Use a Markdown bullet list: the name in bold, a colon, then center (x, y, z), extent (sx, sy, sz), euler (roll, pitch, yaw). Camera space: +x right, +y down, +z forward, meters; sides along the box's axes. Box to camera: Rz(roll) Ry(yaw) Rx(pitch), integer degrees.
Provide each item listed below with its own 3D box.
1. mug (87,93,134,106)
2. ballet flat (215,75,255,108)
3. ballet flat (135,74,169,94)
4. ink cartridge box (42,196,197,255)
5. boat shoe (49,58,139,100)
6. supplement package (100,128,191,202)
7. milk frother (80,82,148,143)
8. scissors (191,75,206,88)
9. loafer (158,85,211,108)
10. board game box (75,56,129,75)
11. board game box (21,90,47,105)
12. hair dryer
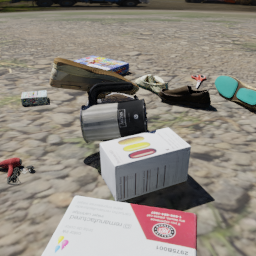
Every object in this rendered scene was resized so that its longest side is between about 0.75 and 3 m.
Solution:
- **mug**: center (-0.410, -0.734, 9.517), extent (1.463, 1.427, 1.782), euler (15, 45, 12)
- **ballet flat**: center (4.670, -1.422, 11.535), extent (0.887, 0.958, 2.716), euler (15, 22, -30)
- **ballet flat**: center (1.120, -2.102, 12.751), extent (0.741, 0.685, 2.198), euler (-18, 33, -31)
- **ink cartridge box**: center (-0.209, 2.456, 3.678), extent (2.155, 1.225, 2.958), euler (6, 29, 11)
- **boat shoe**: center (-0.970, -1.337, 8.494), extent (2.748, 0.887, 0.979), euler (12, 18, -25)
- **supplement package**: center (0.398, 0.844, 6.858), extent (1.930, 1.057, 1.098), euler (-13, 31, -21)
- **milk frother**: center (-0.302, -0.325, 8.165), extent (1.735, 1.844, 1.665), euler (-5, 69, 6)
- **scissors**: center (3.539, -2.292, 13.678), extent (0.712, 0.136, 1.947), euler (4, 27, 3)
- **loafer**: center (2.298, -1.407, 11.361), extent (2.155, 0.769, 0.787), euler (9, 30, 16)
- **board game box**: center (-1.587, -3.357, 15.294), extent (2.767, 0.477, 1.873), euler (21, 34, 33)
- **board game box**: center (-3.858, -1.255, 11.567), extent (0.993, 0.319, 0.733), euler (-6, 28, -13)
- **hair dryer**: center (-3.060, 1.048, 7.328), extent (1.004, 0.273, 0.765), euler (14, 32, 25)
